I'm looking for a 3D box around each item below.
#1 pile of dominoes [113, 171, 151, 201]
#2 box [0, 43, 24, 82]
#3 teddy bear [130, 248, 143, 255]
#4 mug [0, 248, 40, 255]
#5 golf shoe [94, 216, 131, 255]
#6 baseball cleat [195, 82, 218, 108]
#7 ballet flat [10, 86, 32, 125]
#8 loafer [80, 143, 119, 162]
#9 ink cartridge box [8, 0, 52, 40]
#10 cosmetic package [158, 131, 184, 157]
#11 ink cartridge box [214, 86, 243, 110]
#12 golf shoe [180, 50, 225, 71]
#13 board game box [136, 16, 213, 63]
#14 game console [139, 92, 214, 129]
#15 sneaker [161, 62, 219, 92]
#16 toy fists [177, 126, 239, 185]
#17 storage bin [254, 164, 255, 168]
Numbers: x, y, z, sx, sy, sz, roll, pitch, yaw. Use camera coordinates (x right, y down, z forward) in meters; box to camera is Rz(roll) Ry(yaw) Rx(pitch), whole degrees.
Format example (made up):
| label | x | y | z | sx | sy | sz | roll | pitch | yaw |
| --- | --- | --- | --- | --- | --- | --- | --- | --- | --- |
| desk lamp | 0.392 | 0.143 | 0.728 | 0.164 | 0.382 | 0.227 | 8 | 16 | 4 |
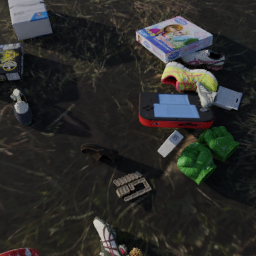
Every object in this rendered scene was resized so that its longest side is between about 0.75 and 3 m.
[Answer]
| label | x | y | z | sx | sy | sz | roll | pitch | yaw |
| --- | --- | --- | --- | --- | --- | --- | --- | --- | --- |
| pile of dominoes | 0.124 | 1.969 | 9.440 | 1.075 | 0.171 | 0.838 | -19 | 57 | -22 |
| box | -5.882 | -2.820 | 12.358 | 2.432 | 0.597 | 1.960 | -8 | 53 | -5 |
| teddy bear | 0.034 | 4.107 | 7.465 | 2.222 | 0.742 | 1.611 | -12 | 77 | -12 |
| mug | -2.435 | 4.679 | 6.879 | 1.904 | 2.533 | 2.853 | -42 | 54 | 16 |
| golf shoe | -0.581 | 3.376 | 8.144 | 0.764 | 0.669 | 1.734 | -37 | 62 | -14 |
| baseball cleat | 2.282 | -0.992 | 8.081 | 0.544 | 0.357 | 1.022 | -14 | 50 | 14 |
| ballet flat | -4.274 | -0.961 | 11.077 | 0.677 | 0.677 | 1.852 | -19 | 58 | -13 |
| loafer | -1.041 | 0.895 | 9.891 | 1.388 | 0.507 | 0.495 | 9 | 56 | 6 |
| ink cartridge box | -4.905 | -5.645 | 14.029 | 1.692 | 0.985 | 2.340 | -16 | 57 | -10 |
| cosmetic package | 1.457 | 0.563 | 9.667 | 0.366 | 1.026 | 0.520 | 43 | 61 | 9 |
| ink cartridge box | 4.091 | -1.190 | 11.490 | 0.984 | 0.200 | 0.982 | 22 | 59 | 14 |
| golf shoe | 3.311 | -3.189 | 12.434 | 1.926 | 0.887 | 0.699 | 13 | 57 | 13 |
| board game box | 2.100 | -4.205 | 13.054 | 2.549 | 0.526 | 2.555 | -25 | 48 | -16 |
| game console | 1.764 | -0.792 | 10.663 | 2.674 | 0.415 | 2.364 | 3 | 37 | 2 |
| sneaker | 2.481 | -1.865 | 11.566 | 2.452 | 0.958 | 1.107 | 22 | 58 | 27 |
| toy fists | 2.743 | 0.803 | 9.774 | 2.405 | 0.827 | 1.226 | -38 | 62 | -21 |
| storage bin | 4.857 | 1.035 | 9.716 | 0.446 | 0.643 | 0.951 | 35 | 63 | 21 |
